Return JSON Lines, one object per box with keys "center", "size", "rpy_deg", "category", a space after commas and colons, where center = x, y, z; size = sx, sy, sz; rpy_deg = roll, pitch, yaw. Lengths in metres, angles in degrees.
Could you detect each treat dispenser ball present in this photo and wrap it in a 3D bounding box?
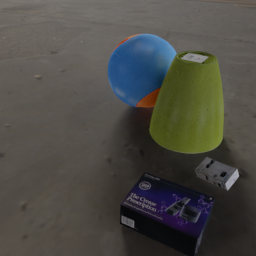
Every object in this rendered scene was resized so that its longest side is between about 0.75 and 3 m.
{"center": [0.524, -1.896, 9.426], "size": [2.435, 2.435, 2.435], "rpy_deg": [0, 33, 0], "category": "treat dispenser ball"}

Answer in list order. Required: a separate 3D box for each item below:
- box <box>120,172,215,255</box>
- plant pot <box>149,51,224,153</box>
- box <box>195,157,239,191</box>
{"center": [0.788, 1.667, 5.643], "size": [1.590, 0.627, 1.122], "rpy_deg": [17, 34, 24], "category": "box"}
{"center": [1.748, -0.868, 7.918], "size": [2.196, 2.347, 2.196], "rpy_deg": [0, 33, 0], "category": "plant pot"}
{"center": [2.081, 1.059, 6.593], "size": [0.503, 0.259, 0.862], "rpy_deg": [-42, 35, -19], "category": "box"}
